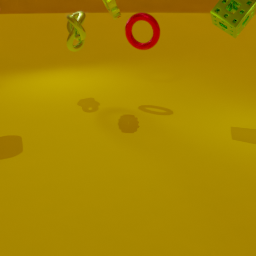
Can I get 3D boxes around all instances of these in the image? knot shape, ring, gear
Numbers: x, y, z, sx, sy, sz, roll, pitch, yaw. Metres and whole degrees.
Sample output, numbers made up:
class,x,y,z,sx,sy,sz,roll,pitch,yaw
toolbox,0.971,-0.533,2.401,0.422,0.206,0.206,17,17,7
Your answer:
class,x,y,z,sx,sy,sz,roll,pitch,yaw
knot shape,-2.020,-3.857,10.919,0.737,1.594,1.492,0,4,-12
ring,0.534,-3.575,10.422,1.367,1.367,0.273,8,36,18
gear,-0.686,-4.295,9.322,0.253,1.365,1.365,-31,27,4

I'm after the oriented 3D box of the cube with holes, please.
class,x,y,z,sx,sy,sz,roll,pitch,yaw
cube with holes,3.168,-3.459,8.438,0.905,0.905,0.905,41,12,17
